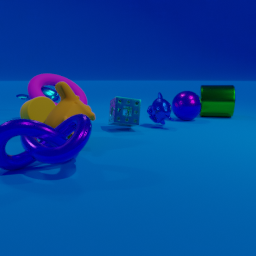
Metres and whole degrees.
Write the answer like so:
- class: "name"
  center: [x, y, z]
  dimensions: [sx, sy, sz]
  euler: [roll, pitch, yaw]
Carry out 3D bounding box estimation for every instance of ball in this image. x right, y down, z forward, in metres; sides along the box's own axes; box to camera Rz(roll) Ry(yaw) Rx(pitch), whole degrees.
- class: "ball"
  center: [2.007, -0.761, 9.581]
  dimensions: [1.023, 1.023, 1.023]
  euler: [0, 11, 0]

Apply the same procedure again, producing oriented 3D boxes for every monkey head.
- class: "monkey head"
  center: [-2.992, -1.034, 10.152]
  dimensions: [1.807, 1.089, 1.300]
  euler: [-8, 29, -3]
- class: "monkey head"
  center: [-1.414, -0.275, 6.135]
  dimensions: [1.062, 1.268, 1.762]
  euler: [-42, 22, -25]
- class: "monkey head"
  center: [1.030, -0.476, 8.397]
  dimensions: [0.704, 1.168, 0.840]
  euler: [-36, -42, 21]

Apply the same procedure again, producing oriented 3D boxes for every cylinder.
- class: "cylinder"
  center: [3.278, -1.000, 10.384]
  dimensions: [1.177, 1.177, 1.177]
  euler: [2, 11, 13]
- class: "cylinder"
  center: [-2.350, -0.400, 7.355]
  dimensions: [0.767, 0.767, 0.767]
  euler: [-7, 2, -34]

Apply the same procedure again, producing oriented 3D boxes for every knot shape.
- class: "knot shape"
  center: [-1.240, 0.206, 4.525]
  dimensions: [1.500, 0.741, 1.603]
  euler: [-11, -4, 28]

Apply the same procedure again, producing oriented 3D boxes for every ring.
- class: "ring"
  center: [-2.364, -1.122, 9.556]
  dimensions: [2.053, 0.411, 2.053]
  euler: [22, 36, -17]

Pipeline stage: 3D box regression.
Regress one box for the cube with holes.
- class: "cube with holes"
  center: [-0.109, -0.434, 7.897]
  dimensions: [0.713, 0.713, 0.713]
  euler: [6, -6, -16]
